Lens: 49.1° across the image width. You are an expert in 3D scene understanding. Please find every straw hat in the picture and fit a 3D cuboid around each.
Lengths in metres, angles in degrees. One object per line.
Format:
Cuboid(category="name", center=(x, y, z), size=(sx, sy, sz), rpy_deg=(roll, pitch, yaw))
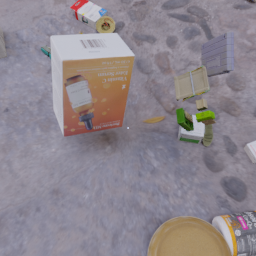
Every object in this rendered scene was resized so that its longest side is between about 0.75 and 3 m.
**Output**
Cuboid(category="straw hat", center=(-1.085, -4.901, 13.688), size=(0.996, 0.421, 0.996), rpy_deg=(1, 79, -5))

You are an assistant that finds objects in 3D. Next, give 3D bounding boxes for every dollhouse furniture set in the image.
Cuboid(category="dollhouse furniture set", center=(1.778, -0.750, 7.334), size=(0.928, 0.711, 1.417), rpy_deg=(-15, 66, 30))

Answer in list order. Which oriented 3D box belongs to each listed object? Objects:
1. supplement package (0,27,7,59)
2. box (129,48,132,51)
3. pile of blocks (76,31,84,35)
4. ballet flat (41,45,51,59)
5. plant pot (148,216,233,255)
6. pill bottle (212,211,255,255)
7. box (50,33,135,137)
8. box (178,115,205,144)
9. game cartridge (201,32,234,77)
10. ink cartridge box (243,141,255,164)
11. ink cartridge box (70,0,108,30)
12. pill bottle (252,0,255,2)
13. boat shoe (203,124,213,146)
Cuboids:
Cuboid(category="supplement package", center=(-6.437, -4.169, 12.978), size=(1.085, 1.072, 1.790), rpy_deg=(-17, 65, -8))
Cuboid(category="box", center=(-0.569, -3.455, 12.820), size=(1.331, 0.706, 0.814), rpy_deg=(38, 69, 17))
Cuboid(category="pile of blocks", center=(-2.466, -4.423, 13.612), size=(0.246, 0.325, 0.792), rpy_deg=(4, 41, 51))
Cuboid(category="ballet flat", center=(-3.543, -3.432, 12.980), size=(0.407, 0.431, 1.278), rpy_deg=(-36, 69, -25))
Cuboid(category="plant pot", center=(1.885, 4.073, 8.613), size=(2.607, 0.358, 2.607), rpy_deg=(-7, 70, 21))
Cuboid(category="pill bottle", center=(4.043, 3.380, 9.010), size=(2.347, 1.366, 1.366), rpy_deg=(-8, 64, -4))
Cuboid(category="box", center=(-1.162, -1.306, 8.591), size=(2.063, 2.709, 1.441), rpy_deg=(-11, 46, -22))
Cuboid(category="box", center=(2.495, 0.034, 11.025), size=(0.904, 0.778, 0.908), rpy_deg=(10, 64, 5))
Cuboid(category="game cartridge", center=(3.057, -2.450, 9.650), size=(0.371, 1.933, 1.253), rpy_deg=(-8, 97, -8))
Cuboid(category="ink cartridge box", center=(5.133, 0.837, 10.818), size=(0.997, 0.428, 0.730), rpy_deg=(-20, 64, -8))
Cuboid(category="ink cartridge box", center=(-1.962, -5.742, 14.051), size=(1.670, 0.562, 0.970), rpy_deg=(33, 68, 15))
Cuboid(category="pill bottle", center=(6.292, -7.468, 14.702), size=(0.947, 0.947, 1.664), rpy_deg=(-41, 71, -18))
Cuboid(category="boat shoe", center=(3.165, 0.195, 11.176), size=(0.406, 0.371, 1.085), rpy_deg=(8, 84, -2))
